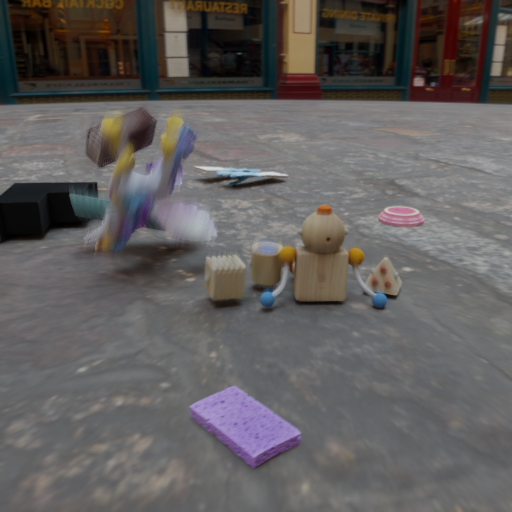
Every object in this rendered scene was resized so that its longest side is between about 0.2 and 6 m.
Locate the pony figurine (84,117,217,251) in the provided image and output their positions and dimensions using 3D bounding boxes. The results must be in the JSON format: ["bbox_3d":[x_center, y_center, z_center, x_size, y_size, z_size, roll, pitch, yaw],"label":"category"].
[{"bbox_3d":[-1.808,-1.188,9.741,2.270,2.351,1.958,-14,48,-39],"label":"pony figurine"}]

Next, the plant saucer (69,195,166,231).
[{"bbox_3d":[-2.400,-0.789,11.213,2.554,0.242,0.893,10,-14,-11],"label":"plant saucer"}]

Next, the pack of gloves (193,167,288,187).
[{"bbox_3d":[-0.519,-2.452,17.531,2.333,0.460,1.960,-4,15,-35],"label":"pack of gloves"}]

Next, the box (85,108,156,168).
[{"bbox_3d":[-2.360,-2.072,9.796,0.447,0.598,1.194,42,52,13],"label":"box"}]

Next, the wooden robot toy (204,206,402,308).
[{"bbox_3d":[0.850,-0.128,9.060,3.339,1.515,1.471,1,22,-4],"label":"wooden robot toy"}]

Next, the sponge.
[{"bbox_3d":[-0.135,1.781,5.943,0.626,0.167,1.122,-15,25,-37],"label":"sponge"}]

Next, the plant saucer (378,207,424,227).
[{"bbox_3d":[3.456,-0.955,13.350,1.061,0.269,1.061,-1,20,0],"label":"plant saucer"}]

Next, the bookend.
[{"bbox_3d":[-4.645,-1.011,12.587,1.937,0.892,1.925,-2,21,-8],"label":"bookend"}]
